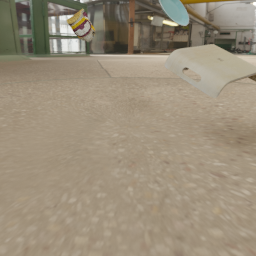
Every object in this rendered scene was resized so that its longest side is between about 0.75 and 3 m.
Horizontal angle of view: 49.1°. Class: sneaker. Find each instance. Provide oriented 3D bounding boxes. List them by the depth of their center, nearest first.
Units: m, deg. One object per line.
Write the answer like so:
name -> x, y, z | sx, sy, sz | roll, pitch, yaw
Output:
sneaker -> -1.519, -3.334, 9.268 | 0.729, 0.877, 1.946 | -31, 27, 11

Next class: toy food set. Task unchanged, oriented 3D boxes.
toy food set -> 2.066, -1.328, 6.615 | 2.075, 0.627, 1.489 | -20, 49, -38

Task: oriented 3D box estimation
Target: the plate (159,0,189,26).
plate -> 1.810, -4.824, 11.364 | 1.735, 1.735, 0.222 | -19, -9, -46
